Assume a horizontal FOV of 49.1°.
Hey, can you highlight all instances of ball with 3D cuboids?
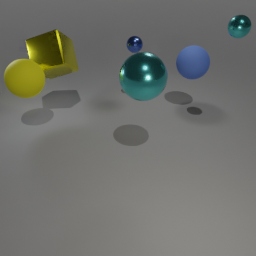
[{"bbox_3d":[3.480,-3.167,8.757,0.700,0.700,0.700,0,31,0],"label":"ball"},{"bbox_3d":[0.283,-3.570,11.969,0.700,0.700,0.700,0,31,0],"label":"ball"},{"bbox_3d":[2.750,-2.768,11.871,1.400,1.400,1.400,0,31,0],"label":"ball"},{"bbox_3d":[0.443,-1.479,8.111,1.400,1.400,1.400,0,31,0],"label":"ball"},{"bbox_3d":[-3.735,-1.788,10.168,1.400,1.400,1.400,0,31,0],"label":"ball"}]

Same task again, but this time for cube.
[{"bbox_3d":[-3.028,-2.926,11.358,1.400,1.400,1.400,-13,-2,13],"label":"cube"}]
